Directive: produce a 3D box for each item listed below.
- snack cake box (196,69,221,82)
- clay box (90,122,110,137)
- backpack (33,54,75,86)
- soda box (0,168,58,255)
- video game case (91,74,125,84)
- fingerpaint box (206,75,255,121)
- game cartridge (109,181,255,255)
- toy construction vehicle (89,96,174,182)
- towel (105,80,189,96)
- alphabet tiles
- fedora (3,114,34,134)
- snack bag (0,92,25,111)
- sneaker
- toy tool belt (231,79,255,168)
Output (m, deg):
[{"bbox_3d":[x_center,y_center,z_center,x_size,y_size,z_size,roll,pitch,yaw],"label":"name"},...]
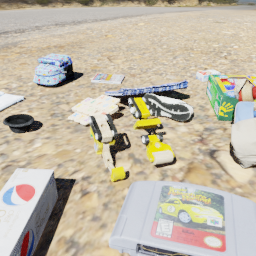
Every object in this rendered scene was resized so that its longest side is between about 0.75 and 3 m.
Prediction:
[{"bbox_3d":[4.080,-2.662,14.220,1.057,0.355,0.608,-11,33,-19],"label":"snack cake box"},{"bbox_3d":[-0.915,0.031,9.269,0.618,0.256,1.076,-3,17,-3],"label":"clay box"},{"bbox_3d":[-3.703,-2.757,13.531,1.650,1.216,1.808,15,33,23],"label":"backpack"},{"bbox_3d":[-2.233,1.914,5.459,0.913,0.854,2.682,3,29,4],"label":"soda box"},{"bbox_3d":[-0.993,-2.498,14.155,1.499,0.131,1.072,5,30,8],"label":"video game case"},{"bbox_3d":[4.469,-1.271,11.074,2.222,0.977,2.663,3,29,5],"label":"fingerpaint box"},{"bbox_3d":[1.257,1.933,5.795,2.896,0.592,1.928,7,26,12],"label":"game cartridge"},{"bbox_3d":[0.038,0.262,8.129,2.161,0.874,2.482,-10,52,-26],"label":"toy construction vehicle"},{"bbox_3d":[0.741,-1.645,11.622,2.977,0.355,2.155,-9,8,-21],"label":"towel"},{"bbox_3d":[-1.262,-0.733,10.467,1.877,0.137,1.836,19,46,43],"label":"alphabet tiles"},{"bbox_3d":[-3.679,-0.110,9.507,1.015,0.464,1.015,1,29,-1],"label":"fedora"},{"bbox_3d":[-5.795,-1.059,11.451,2.263,0.242,2.134,12,31,20],"label":"snack bag"},{"bbox_3d":[1.462,-0.787,10.610,2.155,0.795,0.862,22,23,27],"label":"sneaker"},{"bbox_3d":[3.869,-0.197,7.717,1.641,1.667,2.670,-4,55,32],"label":"toy tool belt"}]
